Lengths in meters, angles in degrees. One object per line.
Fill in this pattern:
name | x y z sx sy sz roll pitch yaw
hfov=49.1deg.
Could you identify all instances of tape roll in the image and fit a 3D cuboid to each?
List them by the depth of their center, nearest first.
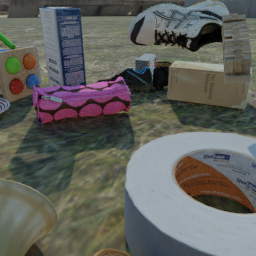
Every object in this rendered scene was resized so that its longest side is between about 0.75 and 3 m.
tape roll | 1.349 1.061 4.006 2.821 0.932 2.821 1 26 0

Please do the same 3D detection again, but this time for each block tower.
block tower | 2.163 -1.664 5.645 0.477 0.511 1.766 -1 50 17

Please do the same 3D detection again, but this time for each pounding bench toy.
pounding bench toy | -4.098 -2.357 9.302 1.950 2.501 1.553 14 29 27

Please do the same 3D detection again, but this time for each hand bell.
hand bell | -1.585 1.810 2.718 1.242 1.242 2.384 1 39 2

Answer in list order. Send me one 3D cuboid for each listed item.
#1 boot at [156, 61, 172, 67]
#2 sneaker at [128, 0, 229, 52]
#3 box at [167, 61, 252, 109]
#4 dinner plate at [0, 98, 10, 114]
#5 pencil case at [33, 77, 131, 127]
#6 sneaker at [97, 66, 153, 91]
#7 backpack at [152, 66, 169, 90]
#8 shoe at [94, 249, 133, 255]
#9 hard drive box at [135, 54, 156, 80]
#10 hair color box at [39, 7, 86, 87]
boot | 1.828 -2.372 11.512 1.677 0.633 0.617 7 24 11
sneaker | 1.460 -2.717 7.808 2.912 1.101 1.276 -11 59 6
box | 2.569 -1.415 8.933 2.431 1.154 0.945 9 28 20
dinner plate | -4.429 -0.486 8.034 1.969 0.239 1.969 0 27 0
pencil case | -1.190 -0.779 7.572 2.604 1.182 1.220 -10 -17 -15
sneaker | -0.141 -1.743 9.946 2.054 0.841 0.752 -7 27 -12
backpack | 1.423 -1.889 10.327 1.042 0.869 0.659 -8 22 -29
shoe | 0.645 2.004 2.515 2.516 0.671 0.880 20 1 28
hard drive box | 0.689 -2.266 10.857 0.489 0.993 1.275 9 28 17
hair color box | -2.064 -2.374 9.018 0.837 2.766 1.383 -16 30 -31
